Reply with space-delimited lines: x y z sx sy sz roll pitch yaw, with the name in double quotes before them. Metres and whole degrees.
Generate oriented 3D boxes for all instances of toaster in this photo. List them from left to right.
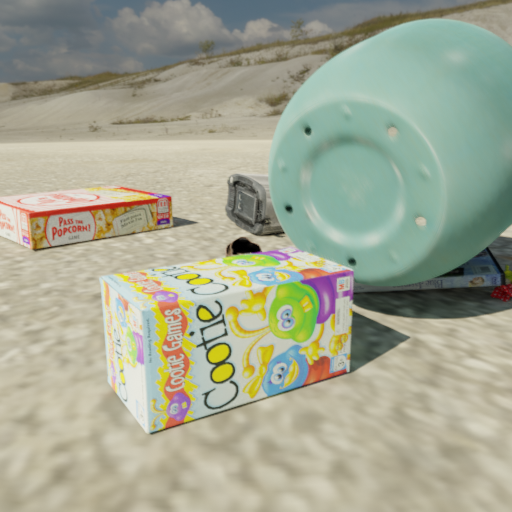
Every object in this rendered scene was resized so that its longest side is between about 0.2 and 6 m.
"toaster" 0.282 -1.138 12.127 1.323 1.164 2.048 -5 20 -28

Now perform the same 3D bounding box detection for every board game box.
"board game box" -3.794 -0.912 12.068 3.182 0.737 2.410 -14 20 -43
"board game box" -0.247 0.672 5.305 2.116 1.110 1.090 -9 17 -30

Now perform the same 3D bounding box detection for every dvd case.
"dvd case" 2.420 0.191 8.416 2.231 0.196 1.591 -4 13 15

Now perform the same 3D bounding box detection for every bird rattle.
"bird rattle" 3.604 0.421 7.801 0.569 0.393 0.697 16 21 14

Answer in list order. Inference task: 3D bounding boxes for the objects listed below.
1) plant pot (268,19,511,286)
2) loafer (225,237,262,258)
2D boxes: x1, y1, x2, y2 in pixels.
"plant pot" 1.698 -1.152 7.053 3.328 3.328 2.671 9 26 32
"loafer" -0.110 0.018 8.641 0.703 0.684 1.926 -3 15 -10
